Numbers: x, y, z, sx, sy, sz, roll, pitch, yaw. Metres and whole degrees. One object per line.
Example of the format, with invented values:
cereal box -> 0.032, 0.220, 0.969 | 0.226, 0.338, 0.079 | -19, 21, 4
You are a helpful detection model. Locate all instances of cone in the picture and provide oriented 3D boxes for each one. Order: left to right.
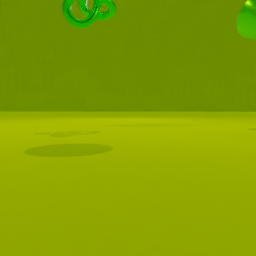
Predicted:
cone -> 3.797, -2.591, 7.188 | 1.441, 1.441, 1.446 | -1, 45, -12

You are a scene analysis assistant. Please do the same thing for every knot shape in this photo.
knot shape -> -0.834, -2.955, 6.734 | 1.200, 1.283, 0.593 | 13, 33, -45
